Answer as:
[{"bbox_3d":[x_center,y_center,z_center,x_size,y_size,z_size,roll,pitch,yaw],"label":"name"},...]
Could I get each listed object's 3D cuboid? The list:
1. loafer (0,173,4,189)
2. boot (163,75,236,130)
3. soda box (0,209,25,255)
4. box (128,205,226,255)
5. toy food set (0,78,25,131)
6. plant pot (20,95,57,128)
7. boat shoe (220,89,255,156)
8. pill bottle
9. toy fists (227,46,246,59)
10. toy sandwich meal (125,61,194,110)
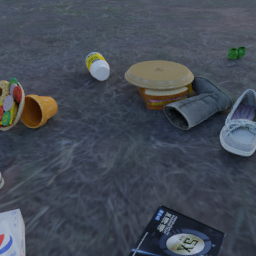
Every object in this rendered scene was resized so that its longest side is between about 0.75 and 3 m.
[{"bbox_3d":[-4.192,1.496,6.794,2.131,0.670,0.766,-21,40,-28],"label":"loafer"},{"bbox_3d":[2.365,-0.982,10.348,2.564,0.930,2.331,-25,39,-21],"label":"boot"},{"bbox_3d":[-2.352,2.425,5.571,0.506,0.544,1.595,-11,37,-14],"label":"soda box"},{"bbox_3d":[0.850,2.517,5.252,1.417,0.745,1.730,20,39,25],"label":"box"},{"bbox_3d":[-4.021,-0.794,9.328,1.753,1.771,0.431,-2,-12,39],"label":"toy food set"},{"bbox_3d":[-3.026,-0.648,9.679,1.100,1.100,1.007,16,22,22],"label":"plant pot"},{"bbox_3d":[3.707,-0.222,9.006,1.116,0.971,3.027,16,38,22],"label":"boat shoe"},{"bbox_3d":[-1.364,-2.792,12.788,0.887,0.887,1.577,-11,36,-15],"label":"pill bottle"},{"bbox_3d":[5.725,-3.918,14.733,1.086,0.554,0.373,-15,48,-20],"label":"toy fists"},{"bbox_3d":[1.296,-1.843,11.413,3.072,1.052,3.072,0,31,0],"label":"toy sandwich meal"}]
